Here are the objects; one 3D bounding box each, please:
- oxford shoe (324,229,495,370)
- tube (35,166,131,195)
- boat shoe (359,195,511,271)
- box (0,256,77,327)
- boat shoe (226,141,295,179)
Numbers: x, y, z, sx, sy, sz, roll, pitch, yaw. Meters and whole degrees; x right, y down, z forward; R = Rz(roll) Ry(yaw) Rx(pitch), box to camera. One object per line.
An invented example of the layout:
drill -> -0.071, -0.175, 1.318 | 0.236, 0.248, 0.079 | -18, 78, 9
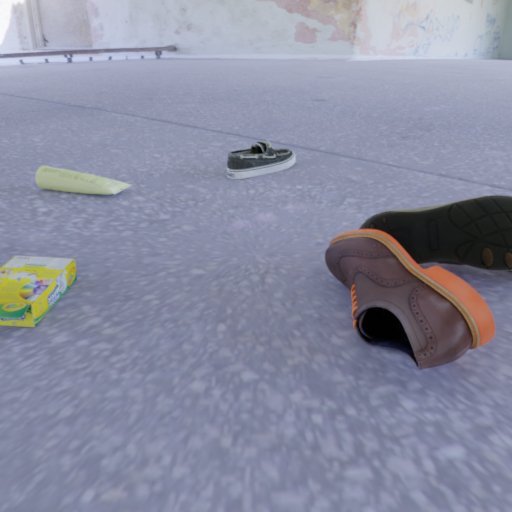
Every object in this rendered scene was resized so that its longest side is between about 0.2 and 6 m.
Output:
oxford shoe -> 1.569, 0.462, 7.317 | 1.107, 1.086, 3.052 | -29, 25, -13
tube -> -3.939, -1.634, 12.648 | 2.061, 0.535, 0.598 | 9, 65, 11
boat shoe -> 3.113, -0.375, 8.787 | 2.977, 1.126, 1.099 | 1, 6, 15
box -> -3.346, 0.520, 7.969 | 0.998, 0.411, 1.700 | 3, 22, 5
boat shoe -> 0.190, -2.518, 14.231 | 0.796, 0.717, 2.252 | 22, 32, 39
